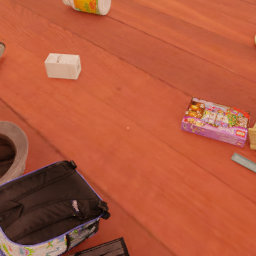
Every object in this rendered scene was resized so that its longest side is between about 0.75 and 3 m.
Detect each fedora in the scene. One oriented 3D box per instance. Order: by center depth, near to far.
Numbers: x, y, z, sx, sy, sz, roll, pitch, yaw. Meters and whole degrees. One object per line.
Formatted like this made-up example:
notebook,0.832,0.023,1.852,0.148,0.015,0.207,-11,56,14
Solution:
fedora,-3.373,1.096,6.825,2.141,1.093,2.421,29,62,28

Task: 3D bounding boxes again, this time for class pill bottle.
pill bottle,-2.084,-6.447,13.935,2.245,1.247,1.247,16,48,15

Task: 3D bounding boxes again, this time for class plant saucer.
plant saucer,3.249,0.973,7.675,0.815,0.077,0.285,30,53,26

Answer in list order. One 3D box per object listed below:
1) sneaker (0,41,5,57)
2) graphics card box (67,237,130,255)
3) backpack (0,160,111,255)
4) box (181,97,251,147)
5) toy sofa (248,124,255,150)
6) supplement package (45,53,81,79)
sneaker,-5.205,-2.428,10.512,0.872,0.813,2.199,18,54,4
graphics card box,-0.414,3.435,4.922,1.606,0.651,2.559,-15,49,-14
backpack,-1.719,1.832,5.771,1.961,1.441,1.795,-15,47,-40
box,2.706,-0.236,8.612,1.875,0.367,1.283,17,49,15
toy sofa,4.390,-0.081,8.261,0.882,1.039,2.129,8,41,43
supplement package,-2.393,-2.286,10.375,1.126,0.660,0.658,5,47,5
